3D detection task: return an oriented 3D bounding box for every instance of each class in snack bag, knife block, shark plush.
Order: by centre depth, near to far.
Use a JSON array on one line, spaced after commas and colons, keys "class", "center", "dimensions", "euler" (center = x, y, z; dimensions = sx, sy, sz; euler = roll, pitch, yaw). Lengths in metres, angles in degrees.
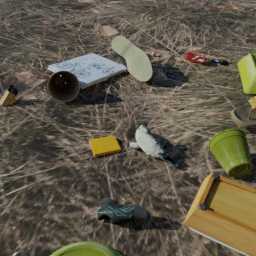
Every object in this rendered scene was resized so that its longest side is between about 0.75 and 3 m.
[{"class": "shark plush", "center": [0.888, 0.487, 8.454], "dimensions": [1.884, 0.856, 0.785], "euler": [28, 14, 39]}, {"class": "knife block", "center": [-4.580, -1.272, 10.705], "dimensions": [0.790, 0.694, 0.253], "euler": [-27, 43, -32]}, {"class": "snack bag", "center": [-1.807, -2.755, 13.030], "dimensions": [2.685, 0.305, 2.848], "euler": [29, 43, 32]}]

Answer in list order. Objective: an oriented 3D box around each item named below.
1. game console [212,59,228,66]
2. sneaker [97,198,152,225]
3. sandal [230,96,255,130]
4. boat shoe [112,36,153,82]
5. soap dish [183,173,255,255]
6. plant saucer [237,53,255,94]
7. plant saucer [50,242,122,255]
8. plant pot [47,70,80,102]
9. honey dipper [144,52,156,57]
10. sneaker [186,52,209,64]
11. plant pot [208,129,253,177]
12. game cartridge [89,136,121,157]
[{"class": "game console", "center": [4.541, -3.267, 13.884], "dimensions": [0.764, 0.092, 0.451], "euler": [19, 41, 24]}, {"class": "sneaker", "center": [-0.103, 2.045, 6.532], "dimensions": [1.308, 0.493, 0.519], "euler": [5, 46, 21]}, {"class": "sandal", "center": [4.774, -0.740, 9.910], "dimensions": [2.875, 0.776, 1.155], "euler": [-18, 41, -23]}, {"class": "boat shoe", "center": [0.315, -3.039, 12.585], "dimensions": [1.040, 0.891, 2.843], "euler": [-42, 61, 10]}, {"class": "soap dish", "center": [2.446, 1.928, 6.331], "dimensions": [1.950, 0.792, 1.534], "euler": [20, 41, 23]}, {"class": "plant saucer", "center": [6.425, -2.518, 11.974], "dimensions": [2.972, 0.713, 2.976], "euler": [0, 38, 14]}, {"class": "plant saucer", "center": [-0.888, 3.034, 5.244], "dimensions": [2.139, 0.332, 2.139], "euler": [-1, 37, 0]}, {"class": "plant pot", "center": [-2.617, -1.789, 11.152], "dimensions": [1.208, 1.208, 1.290], "euler": [-11, 24, -15]}, {"class": "honey dipper", "center": [0.460, -3.966, 14.633], "dimensions": [2.008, 0.381, 0.381], "euler": [8, 37, 7]}, {"class": "sneaker", "center": [3.518, -3.487, 14.011], "dimensions": [0.685, 0.464, 1.185], "euler": [-10, 37, -39]}, {"class": "plant pot", "center": [2.935, 0.770, 7.810], "dimensions": [1.084, 1.084, 1.043], "euler": [-4, 49, -5]}, {"class": "game cartridge", "center": [-0.728, 0.557, 8.741], "dimensions": [0.838, 0.136, 0.739], "euler": [-10, 38, -17]}]
